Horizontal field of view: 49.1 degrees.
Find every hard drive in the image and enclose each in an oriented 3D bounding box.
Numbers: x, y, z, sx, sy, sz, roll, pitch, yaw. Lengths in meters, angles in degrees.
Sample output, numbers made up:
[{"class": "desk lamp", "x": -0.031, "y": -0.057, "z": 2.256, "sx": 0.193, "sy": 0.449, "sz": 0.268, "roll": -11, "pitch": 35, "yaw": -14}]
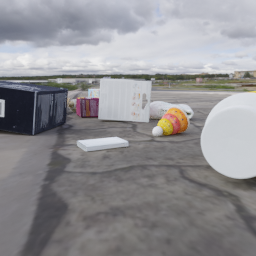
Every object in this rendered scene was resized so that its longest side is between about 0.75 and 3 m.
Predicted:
[{"class": "hard drive", "x": -0.699, "y": 0.429, "z": 7.664, "sx": 1.200, "sy": 0.160, "sz": 0.791, "roll": -6, "pitch": 11, "yaw": -27}]

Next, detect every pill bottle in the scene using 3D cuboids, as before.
[{"class": "pill bottle", "x": 2.459, "y": 0.063, "z": 5.580, "sx": 1.576, "sy": 1.576, "sz": 2.796, "roll": 6, "pitch": 11, "yaw": 32}]

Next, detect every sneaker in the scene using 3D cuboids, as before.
[{"class": "sneaker", "x": 1.875, "y": -0.773, "z": 12.874, "sx": 2.347, "sy": 0.825, "sz": 0.940, "roll": 0, "pitch": 12, "yaw": -2}]

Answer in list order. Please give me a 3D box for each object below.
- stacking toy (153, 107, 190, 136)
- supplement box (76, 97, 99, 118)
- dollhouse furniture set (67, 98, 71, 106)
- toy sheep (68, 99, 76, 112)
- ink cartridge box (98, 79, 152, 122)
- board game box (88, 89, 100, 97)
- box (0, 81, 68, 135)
[{"class": "stacking toy", "x": 1.312, "y": -0.057, "z": 9.241, "sx": 1.314, "sy": 0.960, "sz": 0.960, "roll": -31, "pitch": 27, "yaw": -35}, {"class": "supplement box", "x": -1.619, "y": -1.076, "z": 14.212, "sx": 1.839, "sy": 0.949, "sz": 1.204, "roll": -3, "pitch": 10, "yaw": -19}, {"class": "dollhouse furniture set", "x": -4.105, "y": -1.357, "z": 14.589, "sx": 1.197, "sy": 1.397, "sz": 1.469, "roll": 7, "pitch": -24, "yaw": 35}, {"class": "toy sheep", "x": -2.996, "y": -1.285, "z": 16.167, "sx": 0.818, "sy": 0.818, "sz": 1.187, "roll": 5, "pitch": -5, "yaw": 27}, {"class": "ink cartridge box", "x": -0.132, "y": -1.217, "z": 12.340, "sx": 2.261, "sy": 1.834, "sz": 0.567, "roll": 4, "pitch": 4, "yaw": 6}, {"class": "board game box", "x": -1.484, "y": -1.677, "z": 16.779, "sx": 1.249, "sy": 1.271, "sz": 2.424, "roll": -3, "pitch": 11, "yaw": -21}, {"class": "box", "x": -4.121, "y": -0.874, "z": 10.464, "sx": 2.913, "sy": 1.516, "sz": 2.652, "roll": 9, "pitch": 12, "yaw": 10}]
